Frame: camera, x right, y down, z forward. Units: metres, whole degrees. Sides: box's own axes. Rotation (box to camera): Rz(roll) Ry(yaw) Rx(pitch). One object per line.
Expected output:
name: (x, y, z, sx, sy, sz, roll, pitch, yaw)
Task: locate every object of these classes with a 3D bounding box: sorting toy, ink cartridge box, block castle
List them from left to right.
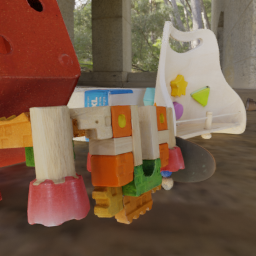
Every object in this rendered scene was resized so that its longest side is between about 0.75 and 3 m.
ink cartridge box: (-1.064, -0.413, 6.796, 2.628, 1.108, 1.919, 5, 11, 27)
block castle: (-0.410, 0.350, 2.864, 1.447, 1.016, 2.165, -6, 0, 32)
sorting toy: (1.297, -0.960, 6.034, 2.696, 2.427, 1.440, -8, 12, -41)

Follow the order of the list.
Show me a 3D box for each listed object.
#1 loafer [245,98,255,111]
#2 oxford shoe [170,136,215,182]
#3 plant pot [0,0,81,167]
loafer: (5.353, -0.964, 12.110, 0.488, 0.502, 1.374, 13, 21, 22)
oxford shoe: (0.569, 0.356, 4.006, 0.590, 0.590, 1.654, -3, 8, -42)
plant pot: (-2.019, -0.840, 3.113, 2.194, 2.488, 2.490, -26, -9, 39)
